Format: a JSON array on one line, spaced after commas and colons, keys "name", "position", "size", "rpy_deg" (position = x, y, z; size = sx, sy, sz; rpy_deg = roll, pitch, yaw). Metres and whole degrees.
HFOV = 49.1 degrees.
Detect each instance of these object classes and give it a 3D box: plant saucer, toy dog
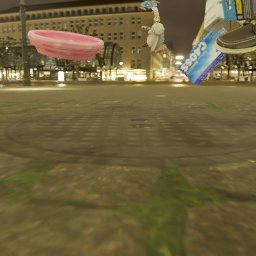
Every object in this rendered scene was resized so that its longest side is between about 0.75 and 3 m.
[{"name": "plant saucer", "position": [-2.202, -2.976, 10.066], "size": [2.623, 0.665, 2.623], "rpy_deg": [8, 24, -3]}, {"name": "toy dog", "position": [0.802, -3.091, 9.549], "size": [0.853, 1.168, 1.771], "rpy_deg": [-19, -21, 8]}]

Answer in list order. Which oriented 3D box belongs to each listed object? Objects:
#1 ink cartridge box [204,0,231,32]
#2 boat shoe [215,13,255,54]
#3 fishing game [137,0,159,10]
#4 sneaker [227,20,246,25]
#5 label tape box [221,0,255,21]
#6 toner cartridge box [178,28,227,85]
[{"name": "ink cartridge box", "position": [3.155, -4.181, 9.774], "size": [0.557, 1.341, 0.983], "rpy_deg": [10, -7, -12]}, {"name": "boat shoe", "position": [2.715, -2.065, 5.665], "size": [2.024, 0.656, 0.741], "rpy_deg": [-19, 46, -7]}, {"name": "fishing game", "position": [0.800, -4.724, 10.671], "size": [0.852, 0.132, 0.610], "rpy_deg": [-35, 57, -27]}, {"name": "sneaker", "position": [3.544, -3.489, 8.959], "size": [0.843, 0.419, 0.328], "rpy_deg": [-15, 31, 1]}, {"name": "label tape box", "position": [3.393, -3.522, 7.469], "size": [1.631, 1.176, 0.516], "rpy_deg": [13, 59, 35]}, {"name": "toner cartridge box", "position": [3.063, -2.862, 10.957], "size": [0.476, 2.207, 1.048], "rpy_deg": [0, 46, -50]}]
